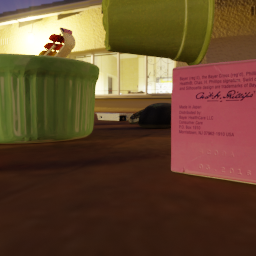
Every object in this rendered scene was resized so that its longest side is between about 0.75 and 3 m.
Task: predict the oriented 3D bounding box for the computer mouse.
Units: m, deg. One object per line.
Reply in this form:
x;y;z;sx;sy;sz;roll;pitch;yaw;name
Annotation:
1.245;-0.454;9.324;1.988;0.757;2.871;2;4;26;computer mouse

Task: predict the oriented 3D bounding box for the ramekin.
-2.052;-0.538;5.739;2.944;1.438;2.944;0;4;0;ramekin

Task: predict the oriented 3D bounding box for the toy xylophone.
-2.654;-2.452;9.447;2.181;0.548;1.597;-42;-1;11;toy xylophone

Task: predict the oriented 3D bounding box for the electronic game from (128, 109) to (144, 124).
0.521;-0.457;10.650;1.104;0.230;1.104;-23;17;7;electronic game

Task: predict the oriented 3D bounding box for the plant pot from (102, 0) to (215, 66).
0.599;-2.939;7.588;2.531;2.666;2.666;-5;5;-7;plant pot

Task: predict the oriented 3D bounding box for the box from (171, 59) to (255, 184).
1.702;-0.092;2.747;1.787;0.982;2.031;3;5;40;box

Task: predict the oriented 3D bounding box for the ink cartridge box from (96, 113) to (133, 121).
-0.729;-0.551;13.568;0.952;0.375;1.915;-4;7;-43;ink cartridge box
